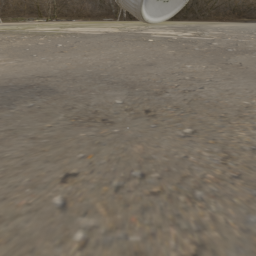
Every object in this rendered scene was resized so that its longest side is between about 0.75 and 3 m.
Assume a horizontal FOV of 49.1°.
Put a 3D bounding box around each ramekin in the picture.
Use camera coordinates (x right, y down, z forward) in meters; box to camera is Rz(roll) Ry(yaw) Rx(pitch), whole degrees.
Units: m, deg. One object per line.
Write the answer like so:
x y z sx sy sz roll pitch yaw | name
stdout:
0.791 -3.768 7.179 2.313 2.313 1.077 -19 65 -35 | ramekin
